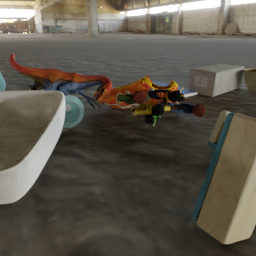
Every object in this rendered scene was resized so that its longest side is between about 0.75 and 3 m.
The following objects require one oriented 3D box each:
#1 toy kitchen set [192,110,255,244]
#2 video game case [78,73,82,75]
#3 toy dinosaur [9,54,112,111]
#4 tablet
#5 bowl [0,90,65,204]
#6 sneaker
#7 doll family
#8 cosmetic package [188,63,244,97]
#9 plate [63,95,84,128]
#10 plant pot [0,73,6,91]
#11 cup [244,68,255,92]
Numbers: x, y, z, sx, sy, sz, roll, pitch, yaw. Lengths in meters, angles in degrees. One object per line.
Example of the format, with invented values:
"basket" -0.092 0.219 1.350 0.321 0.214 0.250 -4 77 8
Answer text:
"toy kitchen set" 1.828 0.555 5.059 2.780 1.638 2.227 9 11 -39
"video game case" -2.927 -2.349 13.758 1.983 0.258 2.179 -15 26 -34
"toy dinosaur" -1.876 -1.255 8.285 2.614 2.880 1.512 -22 29 20
"tablet" 1.479 -1.632 11.986 1.697 0.178 2.608 -13 25 -31
"bowl" -2.465 0.307 4.814 2.644 0.988 2.648 -1 33 6
"sneaker" 0.272 -1.269 9.749 2.935 1.132 1.071 -1 22 1
"doll family" 1.032 -0.702 8.268 2.795 1.097 1.615 -12 9 -23
"cosmetic package" 3.854 -2.151 12.158 2.457 1.108 1.313 -14 25 -40
"plate" -1.637 -0.442 7.796 0.930 0.930 0.119 -12 20 -29
"plant pot" -4.992 -1.419 9.250 1.477 2.194 2.194 26 -1 -43
"cup" 5.622 -2.061 12.131 1.219 0.872 1.219 0 20 0
